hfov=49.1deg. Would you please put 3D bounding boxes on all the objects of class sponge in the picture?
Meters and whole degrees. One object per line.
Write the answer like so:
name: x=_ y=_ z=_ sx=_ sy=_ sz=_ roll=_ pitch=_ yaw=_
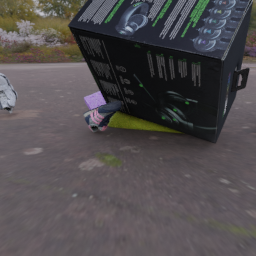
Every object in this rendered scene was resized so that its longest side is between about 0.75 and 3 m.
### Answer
sponge: x=-0.550 y=-0.908 z=8.632 sx=1.435 sy=0.214 sz=0.800 roll=-24 pitch=50 yaw=-13

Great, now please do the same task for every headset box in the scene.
headset box: x=0.787 y=-1.214 z=5.580 sx=2.997 sy=2.610 sz=1.390 roll=20 pitch=67 yaw=25

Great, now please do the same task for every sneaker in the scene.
sneaker: x=-0.518 y=-0.245 z=6.336 sx=0.479 sy=0.560 sz=1.366 roll=-22 pitch=5 yaw=-33
sneaker: x=-3.645 y=-1.007 z=8.152 sx=0.480 sy=1.278 sz=0.735 roll=-12 pitch=57 yaw=3

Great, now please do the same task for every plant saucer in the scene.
plant saucer: x=0.759 y=-0.817 z=7.568 sx=2.234 sy=0.535 sz=2.231 roll=5 pitch=39 yaw=17
